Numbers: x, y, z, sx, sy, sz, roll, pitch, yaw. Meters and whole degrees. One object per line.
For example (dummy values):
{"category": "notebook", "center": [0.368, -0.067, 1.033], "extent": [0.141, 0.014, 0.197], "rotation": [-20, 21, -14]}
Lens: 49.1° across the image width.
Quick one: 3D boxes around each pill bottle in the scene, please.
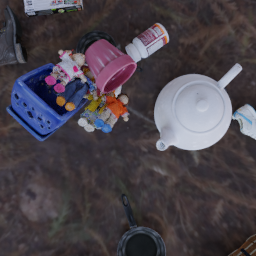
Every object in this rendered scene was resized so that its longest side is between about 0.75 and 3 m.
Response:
{"category": "pill bottle", "center": [0.723, -3.231, 10.711], "extent": [1.549, 0.849, 0.849], "rotation": [-35, 85, -3]}
{"category": "pill bottle", "center": [-1.310, -1.726, 10.349], "extent": [2.118, 1.209, 1.209], "rotation": [8, 83, 0]}

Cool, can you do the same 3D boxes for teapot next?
{"category": "teapot", "center": [2.388, -0.669, 9.740], "extent": [2.957, 2.188, 2.996], "rotation": [1, 83, 0]}

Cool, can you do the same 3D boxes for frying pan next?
{"category": "frying pan", "center": [-0.692, -2.962, 10.904], "extent": [2.601, 0.423, 1.574], "rotation": [3, 84, -1]}
{"category": "frying pan", "center": [0.115, 3.985, 10.084], "extent": [1.721, 0.463, 2.844], "rotation": [-40, 83, -5]}

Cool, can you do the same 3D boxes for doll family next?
{"category": "doll family", "center": [-1.289, -1.105, 8.977], "extent": [2.953, 1.331, 1.833], "rotation": [43, 50, -13]}

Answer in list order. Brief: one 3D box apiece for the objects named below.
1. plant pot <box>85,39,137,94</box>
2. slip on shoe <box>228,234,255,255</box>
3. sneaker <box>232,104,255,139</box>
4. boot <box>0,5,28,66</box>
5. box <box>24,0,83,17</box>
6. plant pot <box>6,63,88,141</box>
{"category": "plant pot", "center": [-0.661, -2.042, 8.977], "extent": [1.444, 1.444, 1.292], "rotation": [-40, 82, -4]}
{"category": "slip on shoe", "center": [4.395, 4.547, 9.929], "extent": [2.296, 0.873, 0.696], "rotation": [-28, 128, -14]}
{"category": "sneaker", "center": [4.699, 0.072, 10.458], "extent": [0.769, 0.729, 1.905], "rotation": [-35, 79, 7]}
{"category": "boot", "center": [-5.176, -3.316, 10.712], "extent": [2.191, 0.871, 2.516], "rotation": [-12, 86, -2]}
{"category": "box", "center": [-2.990, -5.223, 11.167], "extent": [2.238, 0.389, 1.232], "rotation": [-7, 83, -1]}
{"category": "plant pot", "center": [-2.789, -0.788, 9.449], "extent": [1.877, 1.877, 1.687], "rotation": [44, 126, -6]}
